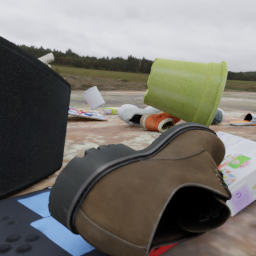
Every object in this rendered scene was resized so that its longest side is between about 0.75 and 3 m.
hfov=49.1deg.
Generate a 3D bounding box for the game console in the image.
[{"bbox_3d":[-0.531,1.123,3.761,2.701,0.419,2.388,-8,13,-41],"label":"game console"}]

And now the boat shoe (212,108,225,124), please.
[{"bbox_3d":[3.251,-0.752,13.145,0.824,0.971,2.667,-1,14,-32],"label":"boat shoe"}]

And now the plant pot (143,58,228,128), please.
[{"bbox_3d":[1.953,-1.429,10.312,2.477,2.695,2.695,16,11,5],"label":"plant pot"}]

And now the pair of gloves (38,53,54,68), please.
[{"bbox_3d":[-3.859,-2.144,10.791,2.046,0.422,2.407,-25,33,7],"label":"pair of gloves"}]

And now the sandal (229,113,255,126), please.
[{"bbox_3d":[5.330,-0.395,12.352,1.763,0.505,0.675,-3,10,-15],"label":"sandal"}]

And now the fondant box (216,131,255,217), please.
[{"bbox_3d":[1.652,0.670,4.786,1.165,0.470,1.614,-33,15,-7],"label":"fondant box"}]

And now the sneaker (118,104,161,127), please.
[{"bbox_3d":[0.892,-0.401,11.881,2.511,0.951,1.155,-3,28,-19],"label":"sneaker"}]

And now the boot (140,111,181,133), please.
[{"bbox_3d":[1.623,-0.260,11.137,2.115,0.794,1.134,-17,23,-38],"label":"boot"}]

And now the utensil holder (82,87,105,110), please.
[{"bbox_3d":[-1.807,-1.567,14.930,0.862,1.014,0.862,-31,1,1],"label":"utensil holder"}]

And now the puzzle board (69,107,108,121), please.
[{"bbox_3d":[-2.186,-0.760,14.336,1.911,0.221,2.535,8,8,-17],"label":"puzzle board"}]

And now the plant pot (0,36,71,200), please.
[{"bbox_3d":[-2.698,-0.163,5.395,2.775,2.782,2.468,7,0,36],"label":"plant pot"}]

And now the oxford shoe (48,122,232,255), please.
[{"bbox_3d":[0.612,0.666,3.152,1.197,1.031,2.837,28,27,30],"label":"oxford shoe"}]

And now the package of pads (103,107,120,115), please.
[{"bbox_3d":[-0.833,-0.994,16.277,1.080,0.368,0.834,2,10,9],"label":"package of pads"}]
